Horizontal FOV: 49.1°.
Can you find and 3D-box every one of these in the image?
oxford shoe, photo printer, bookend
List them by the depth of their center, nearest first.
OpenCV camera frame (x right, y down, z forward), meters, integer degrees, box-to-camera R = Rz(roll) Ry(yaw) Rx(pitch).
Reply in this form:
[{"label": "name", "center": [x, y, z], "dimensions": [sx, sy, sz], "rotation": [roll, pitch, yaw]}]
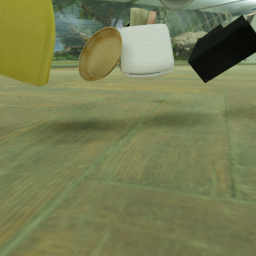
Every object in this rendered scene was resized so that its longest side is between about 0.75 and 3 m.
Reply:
[{"label": "photo printer", "center": [0.523, -2.291, 8.474], "dimensions": [1.622, 0.677, 1.950], "rotation": [-4, 54, 4]}, {"label": "bookend", "center": [3.216, -2.788, 9.159], "dimensions": [2.069, 0.959, 2.082], "rotation": [-32, 19, 38]}, {"label": "oxford shoe", "center": [0.142, -3.443, 10.845], "dimensions": [1.031, 2.792, 0.988], "rotation": [18, 52, -10]}]

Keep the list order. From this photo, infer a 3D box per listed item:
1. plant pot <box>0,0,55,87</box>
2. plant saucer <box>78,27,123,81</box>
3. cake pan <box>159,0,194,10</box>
[{"label": "plant pot", "center": [-2.865, -2.439, 6.994], "dimensions": [2.153, 2.202, 2.139], "rotation": [16, 8, -14]}, {"label": "plant saucer", "center": [-0.760, -2.119, 8.263], "dimensions": [1.734, 1.734, 0.307], "rotation": [15, -7, 42]}, {"label": "cake pan", "center": [0.497, -1.644, 2.631], "dimensions": [0.985, 0.985, 0.181], "rotation": [-16, 39, -43]}]
